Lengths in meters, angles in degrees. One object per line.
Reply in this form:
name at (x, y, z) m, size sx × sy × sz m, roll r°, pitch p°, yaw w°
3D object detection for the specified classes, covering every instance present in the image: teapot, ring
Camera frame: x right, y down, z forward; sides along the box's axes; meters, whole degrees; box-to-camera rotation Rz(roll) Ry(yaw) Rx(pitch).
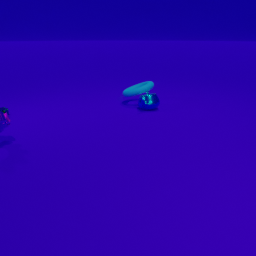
teapot at (0.756, -1.051, 10.531) m, size 0.842 × 0.663 × 1.354 m, roll -1°, pitch 14°, yaw 28°
ring at (0.412, -1.559, 11.224) m, size 1.296 × 0.259 × 1.296 m, roll -19°, pitch 15°, yaw 5°

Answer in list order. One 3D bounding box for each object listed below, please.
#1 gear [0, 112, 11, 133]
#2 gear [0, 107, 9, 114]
gear at (-3.642, 0.036, 6.977) m, size 1.377 × 0.255 × 1.377 m, roll -28°, pitch -3°, yaw -1°
gear at (-4.752, -0.510, 9.673) m, size 1.143 × 0.211 × 1.143 m, roll -1°, pitch 16°, yaw 0°
